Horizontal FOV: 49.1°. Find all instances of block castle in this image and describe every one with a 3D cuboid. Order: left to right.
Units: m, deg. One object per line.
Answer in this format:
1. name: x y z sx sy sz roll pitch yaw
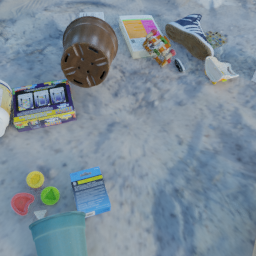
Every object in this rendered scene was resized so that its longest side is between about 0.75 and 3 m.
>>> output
1. block castle: 1.294 -3.302 11.495 0.660 0.940 1.407 -39 84 -15

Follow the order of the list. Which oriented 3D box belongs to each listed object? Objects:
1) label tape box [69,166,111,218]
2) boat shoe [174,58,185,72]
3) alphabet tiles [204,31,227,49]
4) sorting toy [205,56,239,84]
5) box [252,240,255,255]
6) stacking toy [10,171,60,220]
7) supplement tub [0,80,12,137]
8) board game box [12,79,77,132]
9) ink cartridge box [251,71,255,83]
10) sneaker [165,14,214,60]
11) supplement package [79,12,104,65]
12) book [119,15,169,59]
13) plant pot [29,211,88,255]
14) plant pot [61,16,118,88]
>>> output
1. label tape box: -1.110 1.864 8.140 0.940 0.412 1.303 -12 54 -13
2. boat shoe: 2.101 -2.611 11.656 0.217 0.263 0.767 -18 57 -13
3. alphabet tiles: 3.855 -4.064 12.891 1.302 0.041 1.084 -28 58 -20
4. sorting toy: 3.811 -2.271 11.218 1.120 0.665 1.244 -9 52 -16
5. box: 4.004 2.892 6.909 1.406 1.151 2.961 22 56 16
6. stacking toy: -2.692 2.039 8.150 1.133 0.529 1.252 36 60 -6
7. supplement tub: -4.693 -0.658 9.495 1.324 1.324 1.834 -7 54 -6
8. board game box: -3.023 -0.854 10.121 2.067 0.586 1.709 -12 56 -9
9. ink cartridge box: 5.706 -2.562 11.023 0.699 1.194 1.652 33 60 23
10. sneaker: 3.073 -4.115 12.349 1.506 0.973 2.777 -31 56 -19
11. supplement package: -1.402 -3.535 11.400 0.977 1.762 1.373 -3 53 -2
12. book: 0.678 -4.221 12.705 1.658 0.596 2.482 -11 55 -10
13. plant pot: -1.590 2.947 6.818 1.433 1.433 1.403 -13 62 -10
14. plant pot: -1.459 -2.668 10.143 2.174 2.174 2.152 0 35 0
